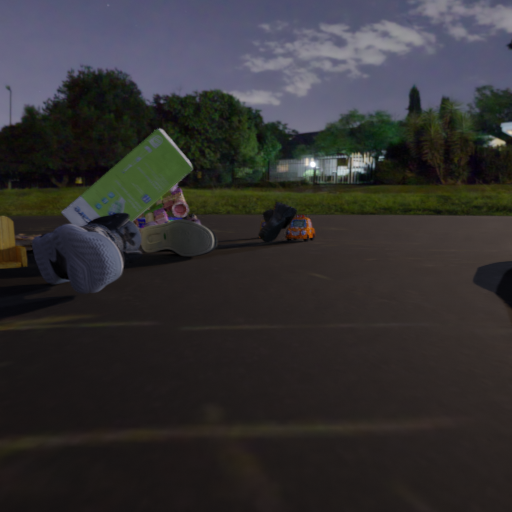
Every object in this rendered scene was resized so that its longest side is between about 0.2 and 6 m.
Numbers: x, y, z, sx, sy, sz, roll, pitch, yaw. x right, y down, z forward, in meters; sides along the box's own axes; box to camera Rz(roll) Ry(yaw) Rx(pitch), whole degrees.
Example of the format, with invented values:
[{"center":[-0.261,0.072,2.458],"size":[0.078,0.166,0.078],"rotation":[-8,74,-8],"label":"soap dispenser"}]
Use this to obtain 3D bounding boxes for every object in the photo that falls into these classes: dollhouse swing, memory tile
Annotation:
[{"center":[-4.412,-0.234,9.352],"size":[0.961,0.845,0.874],"rotation":[-2,6,-33],"label":"dollhouse swing"},{"center":[-4.879,-0.315,12.681],"size":[2.835,0.238,2.173],"rotation":[2,6,-13],"label":"memory tile"}]

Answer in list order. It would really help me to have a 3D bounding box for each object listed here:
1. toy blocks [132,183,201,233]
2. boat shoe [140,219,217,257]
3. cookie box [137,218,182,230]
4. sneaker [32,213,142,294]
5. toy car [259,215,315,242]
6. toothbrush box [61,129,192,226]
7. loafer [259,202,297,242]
[{"center":[-2.429,-0.882,13.709],"size":[1.804,1.930,1.625],"rotation":[-22,33,0],"label":"toy blocks"},{"center":[-1.485,-0.375,11.392],"size":[2.055,0.738,0.695],"rotation":[3,4,42],"label":"boat shoe"},{"center":[-2.787,-0.754,15.770],"size":[1.473,0.647,1.722],"rotation":[2,6,16],"label":"cookie box"},{"center":[-1.901,-0.130,6.992],"size":[1.237,0.820,2.173],"rotation":[-23,14,-36],"label":"sneaker"},{"center":[0.714,-0.827,16.154],"size":[2.229,0.742,1.094],"rotation":[5,7,39],"label":"toy car"},{"center":[-2.645,-1.463,11.894],"size":[2.573,1.108,1.874],"rotation":[-39,13,1],"label":"toothbrush box"},{"center":[0.456,-0.960,15.585],"size":[0.697,0.702,1.927],"rotation":[33,31,9],"label":"loafer"}]
